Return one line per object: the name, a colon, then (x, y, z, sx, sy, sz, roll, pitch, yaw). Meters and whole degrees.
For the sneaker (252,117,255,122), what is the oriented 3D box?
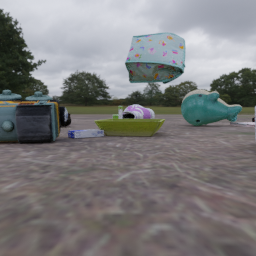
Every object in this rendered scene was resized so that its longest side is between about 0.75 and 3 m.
sneaker: (6.528, -0.373, 13.574, 0.543, 0.393, 1.111, -3, 2, -7)

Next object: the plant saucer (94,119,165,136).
plant saucer: (0.127, -0.029, 7.792, 1.727, 0.414, 1.725, 0, 3, 11)

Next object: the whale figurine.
whale figurine: (3.510, -0.665, 11.985, 2.470, 1.282, 1.965, 13, -38, 7)

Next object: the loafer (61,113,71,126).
loafer: (-3.219, -0.596, 11.884, 0.947, 0.925, 2.594, 9, -3, -40)

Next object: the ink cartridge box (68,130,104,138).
ink cartridge box: (-1.041, 0.141, 6.951, 0.800, 0.177, 0.376, -3, 4, -37)

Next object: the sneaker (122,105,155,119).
sneaker: (0.085, -0.804, 15.957, 1.617, 1.028, 2.835, -5, 6, -28)

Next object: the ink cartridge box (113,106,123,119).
ink cartridge box: (-0.533, -0.685, 14.488, 0.344, 0.908, 0.671, 1, 4, 16)

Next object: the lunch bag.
lunch bag: (1.091, -2.546, 10.231, 2.048, 1.745, 1.249, 1, -38, 14)

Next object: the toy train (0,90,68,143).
toy train: (-2.639, -0.203, 5.974, 2.633, 1.122, 1.501, -1, 13, -10)

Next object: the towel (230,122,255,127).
towel: (5.071, -0.156, 11.954, 1.004, 0.169, 1.051, -1, 4, -21)
